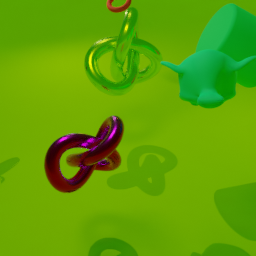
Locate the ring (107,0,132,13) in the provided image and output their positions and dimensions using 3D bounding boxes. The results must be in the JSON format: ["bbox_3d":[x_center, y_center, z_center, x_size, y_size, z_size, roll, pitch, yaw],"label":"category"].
[{"bbox_3d":[-0.372,-5.241,11.666,1.078,0.216,1.078,-6,64,12],"label":"ring"}]

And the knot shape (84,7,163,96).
[{"bbox_3d":[0.042,-1.685,6.953,0.967,2.093,1.959,28,1,38],"label":"knot shape"}]

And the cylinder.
[{"bbox_3d":[2.252,-1.637,5.703,1.269,1.269,1.269,21,32,-14],"label":"cylinder"}]

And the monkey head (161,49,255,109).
[{"bbox_3d":[1.287,-0.792,4.501,1.524,0.919,1.097,-1,14,11],"label":"monkey head"}]

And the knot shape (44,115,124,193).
[{"bbox_3d":[-0.556,0.368,4.607,0.688,1.394,1.489,51,20,19],"label":"knot shape"}]
